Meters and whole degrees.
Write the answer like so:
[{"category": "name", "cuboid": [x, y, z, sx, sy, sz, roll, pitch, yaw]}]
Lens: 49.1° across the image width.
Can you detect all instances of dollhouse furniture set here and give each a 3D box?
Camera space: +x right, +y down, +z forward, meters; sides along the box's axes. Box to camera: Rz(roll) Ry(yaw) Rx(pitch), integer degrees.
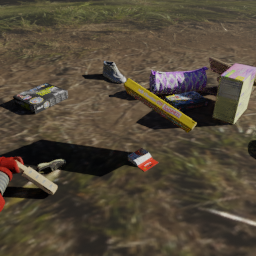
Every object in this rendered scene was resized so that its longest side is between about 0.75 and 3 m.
[{"category": "dollhouse furniture set", "cuboid": [5.546, -3.066, 13.331, 2.022, 2.360, 2.482, 36, 80, 33]}]

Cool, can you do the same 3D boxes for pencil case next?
[{"category": "pencil case", "cuboid": [2.341, -2.261, 13.308, 2.794, 1.195, 1.173, -6, 30, -11]}]

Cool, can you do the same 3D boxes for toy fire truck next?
[{"category": "toy fire truck", "cuboid": [-3.338, 1.582, 7.415, 2.399, 1.544, 2.112, -9, 32, 5]}]

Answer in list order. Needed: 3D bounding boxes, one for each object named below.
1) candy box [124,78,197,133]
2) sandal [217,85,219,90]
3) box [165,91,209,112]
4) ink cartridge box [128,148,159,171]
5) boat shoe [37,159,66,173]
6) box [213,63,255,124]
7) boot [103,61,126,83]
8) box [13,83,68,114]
[{"category": "candy box", "cuboid": [0.973, -0.666, 8.742, 2.429, 0.321, 1.242, 34, -3, 8]}, {"category": "sandal", "cuboid": [4.617, -1.822, 13.420, 0.474, 0.318, 1.179, 1, 33, 2]}, {"category": "box", "cuboid": [2.596, -1.186, 12.453, 1.590, 0.300, 1.086, -13, 35, -20]}, {"category": "ink cartridge box", "cuboid": [0.490, 1.017, 9.159, 0.660, 0.204, 0.814, -26, 39, -34]}, {"category": "boat shoe", "cuboid": [-2.382, 1.230, 8.753, 0.899, 0.321, 0.295, -11, 44, -14]}, {"category": "box", "cuboid": [4.306, -1.408, 11.339, 0.912, 1.887, 1.659, 23, 40, 30]}, {"category": "boot", "cuboid": [-0.763, -2.992, 14.761, 0.631, 0.820, 1.717, -27, 42, -35]}, {"category": "box", "cuboid": [-3.920, -1.393, 12.661, 1.515, 0.419, 1.891, 22, 39, 30]}]
